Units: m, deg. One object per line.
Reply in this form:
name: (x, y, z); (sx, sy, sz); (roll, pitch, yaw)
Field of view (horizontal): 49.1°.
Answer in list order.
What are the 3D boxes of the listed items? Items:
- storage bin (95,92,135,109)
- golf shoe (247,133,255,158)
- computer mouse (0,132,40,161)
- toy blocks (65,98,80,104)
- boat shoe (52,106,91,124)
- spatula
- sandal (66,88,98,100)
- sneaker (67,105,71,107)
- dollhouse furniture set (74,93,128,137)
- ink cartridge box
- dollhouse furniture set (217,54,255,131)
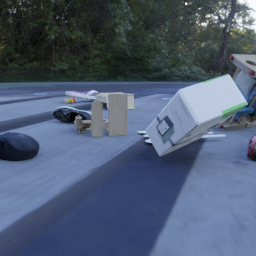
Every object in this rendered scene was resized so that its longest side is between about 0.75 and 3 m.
storage bin: (-0.656, -1.321, 13.670); (1.488, 0.702, 1.499); (-6, 13, -25)
golf shoe: (3.041, 0.333, 5.988); (0.694, 0.547, 1.507); (12, 25, 31)
computer mouse: (-3.147, 0.251, 6.384); (2.955, 0.503, 0.866); (6, 14, 29)
toy blocks: (-3.076, -1.532, 15.684); (0.826, 0.300, 0.688); (-4, 12, -22)
boat shoe: (-1.965, -0.424, 9.632); (1.609, 0.552, 0.455); (6, 13, 19)
spatula: (1.411, 0.209, 7.558); (2.112, 0.170, 1.468); (-1, 6, -8)
sandal: (-2.330, -2.033, 16.544); (2.737, 0.673, 1.114); (2, 10, -41)
sneaker: (-2.235, -0.669, 10.975); (1.047, 0.470, 0.351); (-7, 13, -30)
dollhouse furniture set: (-0.852, -0.463, 8.207); (1.356, 1.162, 1.426); (-3, 12, -16)
ink cartridge box: (1.223, -0.189, 5.405); (1.199, 0.693, 1.649); (-20, -16, -24)
dollhouse furniture set: (4.052, -0.488, 7.882); (2.036, 2.048, 2.906); (-7, 43, -27)
